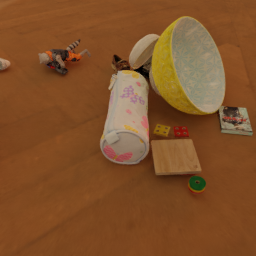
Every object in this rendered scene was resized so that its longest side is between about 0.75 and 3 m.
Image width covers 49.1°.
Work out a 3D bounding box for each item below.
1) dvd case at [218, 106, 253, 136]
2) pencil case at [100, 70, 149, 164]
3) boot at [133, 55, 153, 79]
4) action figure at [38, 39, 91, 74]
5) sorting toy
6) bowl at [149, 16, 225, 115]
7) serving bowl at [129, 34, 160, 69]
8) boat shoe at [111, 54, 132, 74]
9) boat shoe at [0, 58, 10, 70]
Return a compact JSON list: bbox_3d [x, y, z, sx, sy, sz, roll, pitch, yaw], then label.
[{"bbox_3d":[3.321,-0.257,8.752,0.913,0.138,1.251,6,42,7],"label":"dvd case"},{"bbox_3d":[-0.029,-0.414,7.956,1.245,1.358,2.995,-14,41,15],"label":"pencil case"},{"bbox_3d":[1.581,-2.208,10.562,2.715,0.919,1.774,26,52,37],"label":"boot"},{"bbox_3d":[-2.777,-2.976,11.252,1.966,1.028,1.902,32,41,32],"label":"action figure"},{"bbox_3d":[1.201,0.776,7.366,1.127,0.395,2.338,-2,42,-2],"label":"sorting toy"},{"bbox_3d":[1.663,-1.776,8.971,1.613,2.997,2.997,-13,25,45],"label":"bowl"},{"bbox_3d":[0.486,-2.562,9.139,0.437,1.328,1.328,46,53,6],"label":"serving bowl"},{"bbox_3d":[-0.225,-2.378,10.853,0.565,0.563,1.565,-16,43,-17],"label":"boat shoe"},{"bbox_3d":[-5.500,-2.604,11.220,1.641,0.604,0.548,17,22,13],"label":"boat shoe"}]
